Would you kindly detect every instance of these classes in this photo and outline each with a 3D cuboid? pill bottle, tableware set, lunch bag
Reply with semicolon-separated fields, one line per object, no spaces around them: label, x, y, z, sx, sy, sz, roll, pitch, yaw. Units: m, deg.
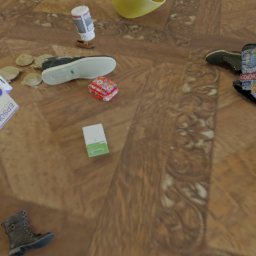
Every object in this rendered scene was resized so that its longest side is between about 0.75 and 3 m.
pill bottle;-1.323;-3.122;8.399;0.519;0.895;0.519;-7;47;7
tableware set;-3.626;-2.158;10.118;1.640;0.228;1.963;14;51;14
lunch bag;-0.852;-1.282;9.278;0.894;0.366;0.788;31;60;25

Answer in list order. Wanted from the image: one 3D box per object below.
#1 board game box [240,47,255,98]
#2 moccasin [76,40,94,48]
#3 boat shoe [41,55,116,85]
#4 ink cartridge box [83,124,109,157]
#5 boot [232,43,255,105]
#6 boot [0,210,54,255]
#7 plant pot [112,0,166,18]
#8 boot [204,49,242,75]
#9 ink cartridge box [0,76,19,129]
board game box;2.660;-1.070;5.715;0.344;1.114;1.115;-5;7;-11
moccasin;-1.707;-3.366;11.119;0.759;0.293;0.278;14;50;12
boat shoe;-1.712;-2.206;9.686;2.547;0.915;0.861;-10;54;-6
ink cartridge box;-0.896;0.408;7.801;0.557;0.318;1.073;-12;50;-10
boot;4.236;-1.849;9.408;1.997;0.794;2.294;-28;61;-22
boot;-2.240;2.231;6.180;1.060;0.367;0.923;-19;52;-13
plant pot;0.245;-5.771;12.085;2.318;1.645;2.318;20;56;-31
boot;3.564;-2.321;10.080;1.430;0.554;0.989;-4;54;-3
ink cartridge box;-2.825;-0.358;4.739;1.725;0.378;1.742;-45;83;11
